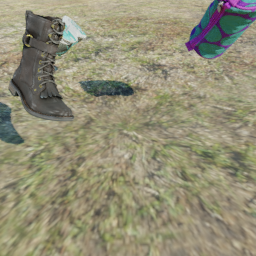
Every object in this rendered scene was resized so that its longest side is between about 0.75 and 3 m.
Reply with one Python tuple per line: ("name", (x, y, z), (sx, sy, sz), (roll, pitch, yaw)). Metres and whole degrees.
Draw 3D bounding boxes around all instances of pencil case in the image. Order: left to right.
("pencil case", (1.899, -2.164, 5.472), (1.039, 0.957, 2.249), (-24, -6, -5))

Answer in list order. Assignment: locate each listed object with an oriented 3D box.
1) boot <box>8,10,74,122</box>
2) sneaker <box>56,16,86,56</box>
("boot", (-1.096, -0.856, 3.731), (1.416, 1.233, 0.490), (34, 21, 27))
("sneaker", (-2.005, -2.715, 8.502), (1.067, 0.908, 2.339), (-39, 13, 18))
